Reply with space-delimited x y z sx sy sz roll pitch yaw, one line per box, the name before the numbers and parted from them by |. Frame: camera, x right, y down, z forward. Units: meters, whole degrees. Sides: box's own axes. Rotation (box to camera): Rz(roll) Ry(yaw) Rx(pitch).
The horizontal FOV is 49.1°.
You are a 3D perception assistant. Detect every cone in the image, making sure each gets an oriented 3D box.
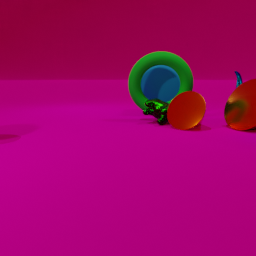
cone | 1.751 -0.291 7.460 1.051 1.051 1.055 9 -13 39
cone | 3.522 -0.339 7.258 1.407 1.401 1.401 25 -1 -26

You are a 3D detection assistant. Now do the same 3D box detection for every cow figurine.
cow figurine | 1.134 -0.510 7.949 1.163 0.639 1.145 32 37 27

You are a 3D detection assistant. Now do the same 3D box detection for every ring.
ring | 0.942 -1.258 8.137 1.882 1.882 0.376 1 23 6

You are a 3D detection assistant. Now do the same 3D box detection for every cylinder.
cylinder | 1.149 -1.595 9.492 1.339 1.339 1.339 2 27 13

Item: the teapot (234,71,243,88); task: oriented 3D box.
teapot | 3.709 -0.870 8.082 2.055 1.006 1.278 29 -20 -21
